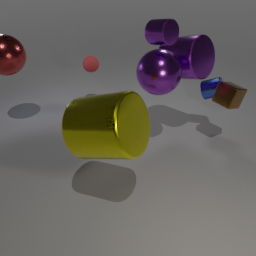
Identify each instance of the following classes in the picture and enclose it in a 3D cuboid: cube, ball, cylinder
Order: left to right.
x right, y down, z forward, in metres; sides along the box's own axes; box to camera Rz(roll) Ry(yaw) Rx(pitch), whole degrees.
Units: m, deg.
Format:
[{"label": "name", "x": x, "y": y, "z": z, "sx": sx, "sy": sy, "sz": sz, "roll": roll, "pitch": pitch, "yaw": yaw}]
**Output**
[{"label": "ball", "x": -4.285, "y": -2.535, "z": 9.762, "sx": 1.400, "sy": 1.400, "sz": 1.400, "roll": 0, "pitch": 30, "yaw": 0}, {"label": "ball", "x": -1.582, "y": -2.724, "z": 11.946, "sx": 0.700, "sy": 0.700, "sz": 0.700, "roll": 0, "pitch": 30, "yaw": 0}, {"label": "cylinder", "x": -0.444, "y": -0.032, "z": 6.037, "sx": 1.400, "sy": 1.400, "sz": 1.400, "roll": -3, "pitch": 25, "yaw": 32}, {"label": "ball", "x": 0.951, "y": -1.707, "z": 8.600, "sx": 1.400, "sy": 1.400, "sz": 1.400, "roll": 0, "pitch": 30, "yaw": 0}, {"label": "cylinder", "x": 0.943, "y": -2.667, "z": 7.798, "sx": 0.700, "sy": 0.700, "sz": 0.700, "roll": -23, "pitch": 29, "yaw": -35}, {"label": "cylinder", "x": 1.934, "y": -2.341, "z": 9.368, "sx": 1.400, "sy": 1.400, "sz": 1.400, "roll": -25, "pitch": 25, "yaw": -36}, {"label": "cylinder", "x": 3.068, "y": -1.433, "z": 10.147, "sx": 0.700, "sy": 0.700, "sz": 0.700, "roll": -9, "pitch": 22, "yaw": 33}, {"label": "cube", "x": 3.351, "y": -1.087, "z": 9.263, "sx": 0.700, "sy": 0.700, "sz": 0.700, "roll": -7, "pitch": 33, "yaw": -42}]
